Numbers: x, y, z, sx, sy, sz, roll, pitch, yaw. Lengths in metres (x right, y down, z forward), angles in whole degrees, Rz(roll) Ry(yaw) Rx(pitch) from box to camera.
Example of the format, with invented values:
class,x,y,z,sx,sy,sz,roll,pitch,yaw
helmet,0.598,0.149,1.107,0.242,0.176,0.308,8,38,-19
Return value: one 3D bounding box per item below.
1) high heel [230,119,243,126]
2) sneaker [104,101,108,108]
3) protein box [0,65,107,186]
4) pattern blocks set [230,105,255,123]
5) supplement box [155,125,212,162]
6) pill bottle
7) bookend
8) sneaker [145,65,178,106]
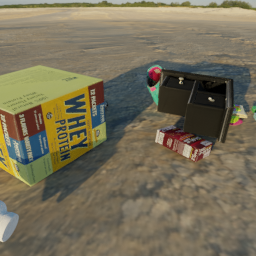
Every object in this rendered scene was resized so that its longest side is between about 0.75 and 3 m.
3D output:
class,x,y,z,sx,sy,sz,roll,pitch,yaw
high heel,3.265,-0.349,9.123,0.963,0.462,0.324,4,26,9
sneaker,-0.994,-0.854,10.304,0.497,0.323,0.861,10,25,16
protein box,-2.435,-0.314,7.402,2.686,1.812,2.667,18,33,33
pattern blocks set,3.285,-0.662,9.735,2.671,0.216,2.348,3,21,1
supplement box,1.478,0.386,7.513,1.325,0.403,0.721,27,28,36
pill bottle,-2.507,1.419,4.641,1.260,0.657,0.657,20,29,5
bookend,1.808,-0.775,8.224,2.307,1.063,2.293,12,30,15
sneaker,1.355,-1.836,10.498,0.952,1.375,2.278,-16,32,37
